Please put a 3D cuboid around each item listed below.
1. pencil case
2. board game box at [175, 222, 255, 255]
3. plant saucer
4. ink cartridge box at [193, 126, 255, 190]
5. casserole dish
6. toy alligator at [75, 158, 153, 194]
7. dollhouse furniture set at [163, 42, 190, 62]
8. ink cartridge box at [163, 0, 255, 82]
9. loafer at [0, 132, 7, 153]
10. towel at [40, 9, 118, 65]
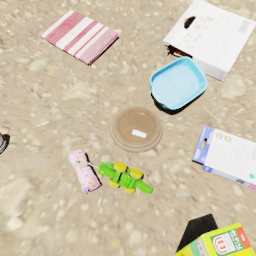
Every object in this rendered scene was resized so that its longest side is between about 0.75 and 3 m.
[{"bbox_3d":[-1.169,1.146,7.379,0.507,0.507,1.159,-24,64,-13],"label":"pencil case"},{"bbox_3d":[1.599,2.788,5.088,0.673,2.828,1.437,-15,62,-8],"label":"board game box"},{"bbox_3d":[0.253,-0.022,8.196,1.573,0.232,1.573,0,61,-1],"label":"plant saucer"},{"bbox_3d":[2.847,0.804,7.615,2.024,0.425,1.208,21,62,8],"label":"ink cartridge box"},{"bbox_3d":[1.484,-1.322,8.476,2.116,0.410,1.281,-34,86,-28],"label":"casserole dish"},{"bbox_3d":[-0.327,1.132,7.290,2.089,0.619,0.567,22,21,2],"label":"toy alligator"},{"bbox_3d":[1.672,-2.626,9.463,0.875,0.582,0.767,21,63,12],"label":"dollhouse furniture set"},{"bbox_3d":[2.816,-3.143,9.722,2.365,0.600,2.685,29,64,13],"label":"ink cartridge box"},{"bbox_3d":[-4.318,0.867,7.393,0.829,0.725,2.307,35,66,18],"label":"loafer"},{"bbox_3d":[-1.753,-3.299,10.049,2.355,0.268,1.696,32,67,19],"label":"towel"}]
